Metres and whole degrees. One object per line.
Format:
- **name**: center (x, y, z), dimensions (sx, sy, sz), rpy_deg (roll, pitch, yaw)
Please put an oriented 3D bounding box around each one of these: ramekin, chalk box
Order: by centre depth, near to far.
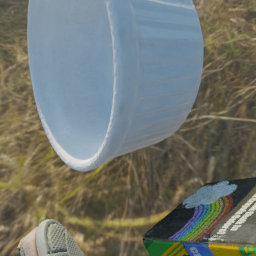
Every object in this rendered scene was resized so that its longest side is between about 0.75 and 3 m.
- **chalk box**: center (1.487, 1.299, 2.604), dimensions (1.389, 2.225, 1.379), rpy_deg (-25, 90, -36)
- **ramekin**: center (-0.334, -0.980, 4.144), dimensions (1.457, 2.988, 2.988), rpy_deg (-10, 61, -32)

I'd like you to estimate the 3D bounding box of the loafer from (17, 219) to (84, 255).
- **loafer**: center (-0.383, 1.754, 2.126), dimensions (0.647, 0.740, 2.059), rpy_deg (-29, 87, 3)
